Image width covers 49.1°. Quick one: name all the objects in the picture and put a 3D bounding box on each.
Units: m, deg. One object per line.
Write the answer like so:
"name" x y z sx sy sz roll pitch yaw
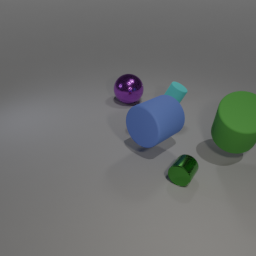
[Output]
"cylinder" 1.630 1.239 8.244 0.700 0.700 0.700 17 33 27
"ball" 0.031 -1.820 13.063 1.400 1.400 1.400 0 29 0
"cylinder" 1.845 -1.333 10.948 0.700 0.700 0.700 22 32 -15
"cylinder" 3.287 -0.141 8.324 1.400 1.400 1.400 -3 61 5
"cylinder" 0.891 -0.241 9.115 1.400 1.400 1.400 25 35 37
